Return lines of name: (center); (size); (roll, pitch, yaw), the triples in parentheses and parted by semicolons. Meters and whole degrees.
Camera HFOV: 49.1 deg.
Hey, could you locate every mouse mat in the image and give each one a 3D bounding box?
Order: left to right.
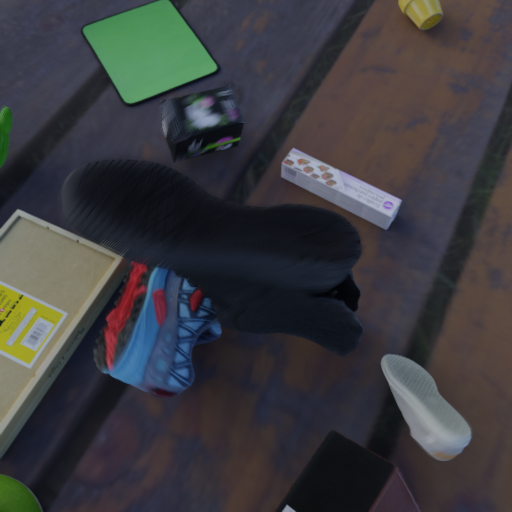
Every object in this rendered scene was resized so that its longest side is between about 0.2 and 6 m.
mouse mat: (-2.091, -4.026, 10.888); (2.005, 0.094, 2.491); (-26, 65, -13)

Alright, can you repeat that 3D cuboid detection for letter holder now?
letter holder: (0.913, 3.276, 6.416); (0.958, 1.355, 1.906); (18, 59, 46)

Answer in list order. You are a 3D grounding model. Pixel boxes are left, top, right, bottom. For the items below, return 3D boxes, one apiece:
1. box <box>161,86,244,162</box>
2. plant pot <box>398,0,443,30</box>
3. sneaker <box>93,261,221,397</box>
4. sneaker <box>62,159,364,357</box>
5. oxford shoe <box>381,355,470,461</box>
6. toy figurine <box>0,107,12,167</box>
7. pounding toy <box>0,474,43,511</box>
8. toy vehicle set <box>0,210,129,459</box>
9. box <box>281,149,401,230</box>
box: (-0.894, -2.156, 9.195); (1.169, 0.868, 0.727); (-16, 77, -12)
plant pot: (3.300, -4.897, 11.036); (0.753, 0.753, 0.708); (-20, 77, -11)
sneaker: (-1.122, 0.650, 7.859); (1.438, 1.194, 3.011); (41, 43, -23)
sneaker: (-0.315, 0.198, 6.827); (3.980, 2.076, 1.195); (11, 54, -11)
oxford shoe: (2.003, 1.839, 6.987); (0.672, 0.516, 1.788); (6, 24, -17)
toy figurine: (-4.644, -2.015, 9.110); (1.004, 0.819, 1.091); (9, 69, -4)
pounding toy: (-3.134, 3.347, 6.231); (2.186, 1.014, 1.687); (18, 63, 10)
toy vehicle set: (-3.479, 0.953, 7.905); (1.948, 0.416, 3.136); (24, 63, 13)
box: (1.337, -1.096, 9.066); (1.993, 0.413, 0.386); (29, 65, 16)
